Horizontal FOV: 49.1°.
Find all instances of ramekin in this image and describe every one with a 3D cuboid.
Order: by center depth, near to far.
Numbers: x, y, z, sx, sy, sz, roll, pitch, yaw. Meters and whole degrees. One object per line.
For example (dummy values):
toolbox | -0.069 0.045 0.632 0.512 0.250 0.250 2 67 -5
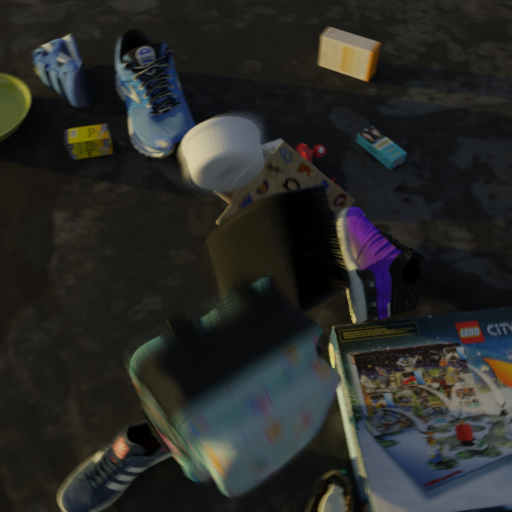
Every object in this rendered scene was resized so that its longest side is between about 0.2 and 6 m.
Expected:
ramekin | -0.417 -1.305 7.388 1.066 1.066 0.520 -10 68 -7

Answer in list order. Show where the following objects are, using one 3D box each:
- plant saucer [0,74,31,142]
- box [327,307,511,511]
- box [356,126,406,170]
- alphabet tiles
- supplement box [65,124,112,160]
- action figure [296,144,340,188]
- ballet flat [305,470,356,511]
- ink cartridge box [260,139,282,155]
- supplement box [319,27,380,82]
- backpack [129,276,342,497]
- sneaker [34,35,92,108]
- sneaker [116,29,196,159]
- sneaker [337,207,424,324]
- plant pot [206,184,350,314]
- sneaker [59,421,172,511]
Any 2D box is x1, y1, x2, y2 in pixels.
plant saucer | -6.099 -3.059 12.130 2.482 0.386 2.482 0 55 0
box | 3.290 2.169 8.049 4.039 0.761 2.758 -5 54 -4
box | 2.590 -2.249 11.614 0.425 0.254 1.032 -31 59 -20
alphabet tiles | 0.580 -0.793 9.893 2.615 0.083 2.176 39 63 -5
supplement box | -3.450 -2.348 11.557 0.844 0.459 0.462 -10 54 -8
action figure | 0.742 -1.422 10.725 1.095 0.722 2.212 33 61 32
ballet flat | 0.705 3.729 6.898 0.793 0.798 2.334 14 55 10
ink cartridge box | 0.294 -1.902 11.191 0.718 0.521 0.519 -21 57 -15
supplement box | 2.159 -4.703 13.066 1.281 0.807 0.471 25 58 16
backpack | -0.205 1.637 6.525 2.048 2.329 1.786 -32 68 -25
sneaker | -4.333 -4.031 12.546 1.033 0.928 2.511 -18 47 -14
sneaker | -2.228 -3.447 11.669 1.402 1.591 3.569 -22 57 -15
sneaker | 2.018 0.074 8.996 1.258 0.879 2.529 -8 39 8
plant pot | 0.217 -0.029 7.724 1.350 1.522 1.518 -13 4 35
sneaker | -1.872 2.758 7.619 1.855 0.784 0.695 -34 61 -22
